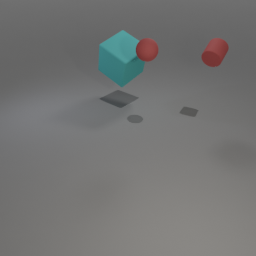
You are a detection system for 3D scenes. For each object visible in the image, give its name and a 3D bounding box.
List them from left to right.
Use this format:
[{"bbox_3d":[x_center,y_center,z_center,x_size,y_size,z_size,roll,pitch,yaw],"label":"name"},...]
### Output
[{"bbox_3d":[-0.231,-2.832,11.483,1.400,1.400,1.400,39,60,17],"label":"cube"},{"bbox_3d":[0.586,-2.398,8.610,0.700,0.700,0.700,0,29,0],"label":"ball"},{"bbox_3d":[2.952,-2.557,9.506,0.700,0.700,0.700,19,62,30],"label":"cylinder"}]
